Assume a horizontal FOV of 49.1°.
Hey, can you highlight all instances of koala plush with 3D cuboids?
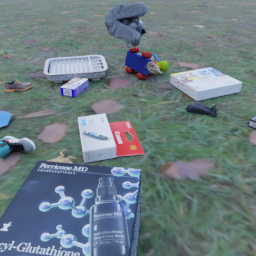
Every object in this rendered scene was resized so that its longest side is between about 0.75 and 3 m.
[{"bbox_3d":[0.072,-3.786,10.523,1.508,1.455,1.641,15,8,20],"label":"koala plush"}]

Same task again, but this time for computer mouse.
[{"bbox_3d":[2.531,-0.699,9.612,1.046,0.276,0.725,8,33,13],"label":"computer mouse"}]

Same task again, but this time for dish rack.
[{"bbox_3d":[-2.307,-2.614,12.487,2.669,0.581,2.291,-6,33,-9],"label":"dish rack"}]

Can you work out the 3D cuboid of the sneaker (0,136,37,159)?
[{"bbox_3d":[-3.059,0.526,7.371,1.155,0.483,0.698,5,26,24],"label":"sneaker"}]

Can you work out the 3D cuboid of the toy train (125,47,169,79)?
[{"bbox_3d":[1.172,-2.698,12.284,1.567,1.147,2.709,-5,29,-35],"label":"toy train"}]

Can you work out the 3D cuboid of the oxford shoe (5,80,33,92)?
[{"bbox_3d":[-4.356,-1.711,11.173,1.064,0.388,0.379,-15,34,-23],"label":"oxford shoe"}]

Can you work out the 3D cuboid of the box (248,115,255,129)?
[{"bbox_3d":[4.493,-0.106,8.603,0.945,0.306,1.198,-25,39,-33],"label":"box"}]

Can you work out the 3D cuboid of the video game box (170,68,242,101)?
[{"bbox_3d":[3.071,-1.812,11.250,2.096,0.491,1.909,-13,36,-20],"label":"video game box"}]

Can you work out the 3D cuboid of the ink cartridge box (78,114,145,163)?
[{"bbox_3d":[-0.540,0.182,8.036,1.638,0.416,1.859,-8,32,-11],"label":"ink cartridge box"}]

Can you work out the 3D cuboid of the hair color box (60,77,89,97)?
[{"bbox_3d":[-2.091,-1.627,11.068,0.621,0.368,1.136,10,31,17],"label":"hair color box"}]

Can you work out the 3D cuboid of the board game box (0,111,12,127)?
[{"bbox_3d":[-4.137,-0.211,8.922,0.746,0.184,0.944,0,36,-8],"label":"board game box"}]

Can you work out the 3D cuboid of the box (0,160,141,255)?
[{"bbox_3d":[-0.864,1.881,4.266,1.946,1.404,2.622,4,31,6],"label":"box"}]

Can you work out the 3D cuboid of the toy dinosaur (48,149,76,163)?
[{"bbox_3d":[-1.716,0.810,7.098,1.081,0.315,0.546,6,33,10],"label":"toy dinosaur"}]
